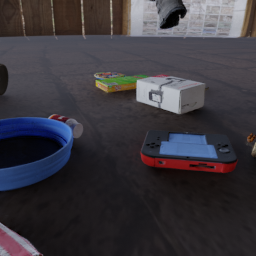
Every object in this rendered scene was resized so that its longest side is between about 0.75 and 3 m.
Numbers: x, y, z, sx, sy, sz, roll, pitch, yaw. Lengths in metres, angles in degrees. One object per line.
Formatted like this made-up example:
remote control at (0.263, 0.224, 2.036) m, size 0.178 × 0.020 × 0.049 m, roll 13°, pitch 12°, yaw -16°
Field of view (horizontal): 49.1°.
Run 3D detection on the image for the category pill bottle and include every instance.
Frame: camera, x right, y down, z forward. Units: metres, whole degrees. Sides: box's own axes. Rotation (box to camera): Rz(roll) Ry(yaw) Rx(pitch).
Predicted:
pill bottle at (-1.788, -0.030, 7.966) m, size 0.994 × 0.562 × 0.562 m, roll 15°, pitch 27°, yaw 29°

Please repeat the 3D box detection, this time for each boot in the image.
boot at (1.056, -4.065, 9.020) m, size 0.980 × 1.849 × 2.809 m, roll -8°, pitch 6°, yaw -3°

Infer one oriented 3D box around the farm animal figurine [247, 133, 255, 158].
farm animal figurine at (3.430, 0.474, 7.000) m, size 0.887 × 0.446 × 0.717 m, roll 0°, pitch 41°, yaw -8°

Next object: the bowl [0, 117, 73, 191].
bowl at (-2.773, 0.504, 6.647) m, size 2.944 × 0.578 × 2.944 m, roll 0°, pitch 23°, yaw 0°

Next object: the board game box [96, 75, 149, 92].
board game box at (-0.020, -2.173, 13.415) m, size 2.763 × 0.414 × 1.320 m, roll -14°, pitch 27°, yaw -26°

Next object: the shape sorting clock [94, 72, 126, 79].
shape sorting clock at (-0.950, -2.818, 15.028) m, size 1.709 × 0.335 × 1.709 m, roll 0°, pitch 23°, yaw 0°

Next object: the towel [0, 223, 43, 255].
towel at (-2.478, 1.947, 3.554) m, size 1.640 × 0.335 × 2.241 m, roll 17°, pitch 25°, yaw 35°

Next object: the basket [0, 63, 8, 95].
basket at (-6.437, -2.174, 11.736) m, size 2.351 × 2.120 × 1.599 m, roll 6°, pitch -20°, yaw -4°

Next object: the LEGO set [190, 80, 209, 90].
LEGO set at (3.249, -1.926, 13.059) m, size 0.722 × 0.315 × 1.112 m, roll -5°, pitch 36°, yaw -8°

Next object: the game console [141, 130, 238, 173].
game console at (1.488, 0.474, 7.043) m, size 2.190 × 0.340 × 1.937 m, roll 4°, pitch 23°, yaw 9°

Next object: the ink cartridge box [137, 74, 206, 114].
ink cartridge box at (1.629, -1.354, 10.710) m, size 1.571 × 0.902 × 2.164 m, roll -19°, pitch 29°, yaw -39°
